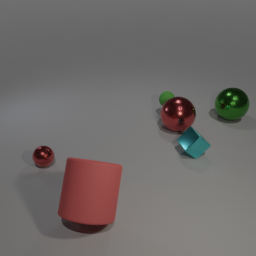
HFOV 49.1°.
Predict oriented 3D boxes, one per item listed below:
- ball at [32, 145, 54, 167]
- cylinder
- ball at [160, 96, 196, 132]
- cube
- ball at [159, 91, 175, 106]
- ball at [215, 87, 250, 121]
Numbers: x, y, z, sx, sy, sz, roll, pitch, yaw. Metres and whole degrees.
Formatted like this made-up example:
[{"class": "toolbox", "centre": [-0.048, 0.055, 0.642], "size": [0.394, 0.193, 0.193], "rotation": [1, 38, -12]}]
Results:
[{"class": "ball", "centre": [-2.785, 0.926, 9.228], "size": [0.700, 0.700, 0.700], "rotation": [0, 30, 0]}, {"class": "cylinder", "centre": [-0.921, 1.516, 6.945], "size": [1.400, 1.400, 1.400], "rotation": [8, -6, 1]}, {"class": "ball", "centre": [1.989, -0.551, 11.148], "size": [1.400, 1.400, 1.400], "rotation": [0, 30, 0]}, {"class": "cube", "centre": [2.267, 0.508, 9.678], "size": [0.700, 0.700, 0.700], "rotation": [34, 15, -33]}, {"class": "ball", "centre": [1.700, -1.245, 12.168], "size": [0.700, 0.700, 0.700], "rotation": [0, 30, 0]}, {"class": "ball", "centre": [4.415, -1.018, 11.919], "size": [1.400, 1.400, 1.400], "rotation": [0, 30, 0]}]
